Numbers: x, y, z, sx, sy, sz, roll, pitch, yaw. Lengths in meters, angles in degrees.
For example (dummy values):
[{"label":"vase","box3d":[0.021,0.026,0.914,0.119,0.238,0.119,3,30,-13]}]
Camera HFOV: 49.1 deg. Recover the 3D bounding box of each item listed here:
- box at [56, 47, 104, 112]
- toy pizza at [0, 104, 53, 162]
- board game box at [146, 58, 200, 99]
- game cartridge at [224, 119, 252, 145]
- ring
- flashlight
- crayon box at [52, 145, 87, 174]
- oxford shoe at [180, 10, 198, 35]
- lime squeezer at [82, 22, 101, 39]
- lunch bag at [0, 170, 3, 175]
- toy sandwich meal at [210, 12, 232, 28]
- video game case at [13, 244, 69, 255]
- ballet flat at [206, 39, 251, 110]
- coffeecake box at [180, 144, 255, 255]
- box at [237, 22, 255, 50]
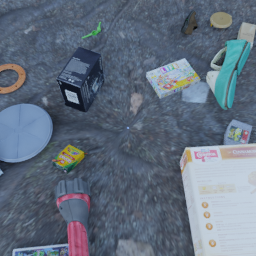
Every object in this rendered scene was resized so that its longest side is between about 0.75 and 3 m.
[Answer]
[{"label":"box","box3d":[-1.412,-1.478,8.694,0.818,1.369,1.392,20,63,11]},{"label":"toy pizza","box3d":[-3.237,0.140,8.412,1.976,0.313,1.976,-1,60,1]},{"label":"board game box","box3d":[1.512,-1.687,9.445,1.501,0.257,1.009,-23,64,-12]},{"label":"game cartridge","box3d":[3.279,0.244,8.431,0.691,0.212,1.038,19,63,15]},{"label":"ring","box3d":[-4.112,-1.672,9.527,1.262,0.121,1.262,0,61,1]},{"label":"flashlight","box3d":[-1.233,2.605,6.644,0.927,0.930,2.737,13,50,-32]},{"label":"crayon box","box3d":[-1.623,0.815,7.856,0.553,0.221,0.871,24,47,21]},{"label":"oxford shoe","box3d":[2.412,-3.978,10.671,0.528,0.454,1.251,26,65,-5]},{"label":"lime squeezer","box3d":[-1.272,-3.684,10.591,0.381,0.204,1.079,34,67,17]},{"label":"lunch bag","box3d":[-4.221,1.084,7.621,1.048,0.786,1.236,-41,94,-20]},{"label":"toy sandwich meal","box3d":[3.573,-4.113,10.783,0.910,0.312,0.910,-1,64,2]},{"label":"video game case","box3d":[-2.052,3.509,6.642,1.434,0.165,1.307,-5,61,-2]},{"label":"ballet flat","box3d":[3.178,-1.801,9.213,1.049,1.004,2.981,12,58,28]},{"label":"coffeecake box","box3d":[2.641,1.888,7.026,2.168,1.032,2.825,-3,61,-2]},{"label":"box","box3d":[4.286,-3.277,10.222,0.530,0.434,1.117,16,62,8]}]
